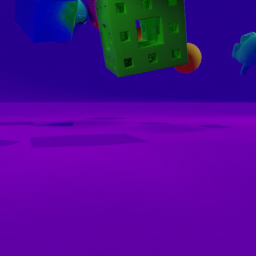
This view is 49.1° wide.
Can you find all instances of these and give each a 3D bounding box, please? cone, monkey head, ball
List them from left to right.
[{"bbox_3d":[-0.344,-3.945,9.281,1.429,1.429,1.435,3,21,28],"label":"cone"},{"bbox_3d":[1.990,-2.386,9.595,1.003,1.003,1.003,0,6,0],"label":"ball"},{"bbox_3d":[3.836,-2.293,8.552,1.113,1.547,0.933,27,17,-47],"label":"monkey head"}]

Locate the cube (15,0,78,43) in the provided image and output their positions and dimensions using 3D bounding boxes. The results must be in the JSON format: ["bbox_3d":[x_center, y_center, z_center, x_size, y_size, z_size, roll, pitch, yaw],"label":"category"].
[{"bbox_3d":[-1.480,-2.093,5.020,0.786,0.786,0.786,-20,56,-38],"label":"cube"}]

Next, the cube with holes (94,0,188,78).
[{"bbox_3d":[0.226,-1.936,5.611,1.386,1.386,1.386,-13,22,-10],"label":"cube with holes"}]

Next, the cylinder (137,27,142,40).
[{"bbox_3d":[0.515,-3.428,12.153,1.323,1.323,1.323,4,-15,33],"label":"cylinder"}]

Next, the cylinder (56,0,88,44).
[{"bbox_3d":[-2.146,-3.664,9.427,1.197,1.197,1.197,-4,-13,-36],"label":"cylinder"}]
